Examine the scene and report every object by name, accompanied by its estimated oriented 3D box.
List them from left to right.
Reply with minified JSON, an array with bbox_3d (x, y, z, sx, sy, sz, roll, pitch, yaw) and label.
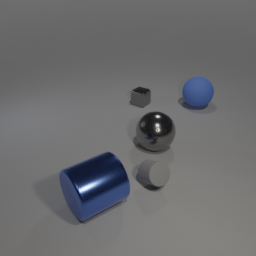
[{"bbox_3d":[-0.891,1.508,7.433,1.400,1.400,1.400,-21,36,-30],"label":"cylinder"},{"bbox_3d":[0.608,-1.467,13.193,0.700,0.700,0.700,19,35,30],"label":"cube"},{"bbox_3d":[0.750,1.303,8.177,0.700,0.700,0.700,-16,7,-25],"label":"cylinder"},{"bbox_3d":[0.971,0.113,9.860,1.400,1.400,1.400,0,31,0],"label":"ball"},{"bbox_3d":[3.191,-1.648,12.784,1.400,1.400,1.400,0,31,0],"label":"ball"}]
